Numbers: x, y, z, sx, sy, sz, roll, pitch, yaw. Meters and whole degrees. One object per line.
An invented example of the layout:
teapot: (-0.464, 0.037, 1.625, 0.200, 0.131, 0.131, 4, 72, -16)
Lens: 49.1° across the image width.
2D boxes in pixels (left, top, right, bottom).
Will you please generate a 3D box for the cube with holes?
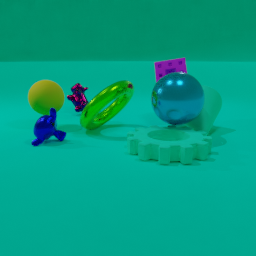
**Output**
cube with holes: (1.346, -1.470, 8.617, 0.916, 0.916, 0.916, -7, -16, 9)

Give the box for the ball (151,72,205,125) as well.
ball: (1.273, -0.752, 7.230, 1.364, 1.364, 1.364, 0, 15, 0)

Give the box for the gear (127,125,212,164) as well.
gear: (0.940, 0.328, 6.526, 1.912, 0.354, 1.912, 0, 14, 0)

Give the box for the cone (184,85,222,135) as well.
cone: (2.024, -0.183, 7.827, 1.462, 1.462, 1.467, 1, 41, 3)

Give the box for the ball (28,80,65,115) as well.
ball: (-2.423, -0.902, 8.340, 1.043, 1.043, 1.043, 0, 15, 0)

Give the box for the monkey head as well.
monkey head: (-1.966, 0.048, 7.051, 0.752, 1.045, 0.630, 27, -7, 7)

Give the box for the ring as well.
ring: (-0.581, -0.638, 8.007, 0.377, 1.885, 1.885, 50, 31, 10)

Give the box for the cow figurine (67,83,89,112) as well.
cow figurine: (-1.783, -1.125, 10.529, 0.659, 1.201, 1.182, -33, -6, 17)
